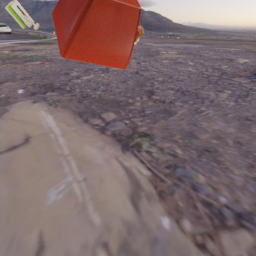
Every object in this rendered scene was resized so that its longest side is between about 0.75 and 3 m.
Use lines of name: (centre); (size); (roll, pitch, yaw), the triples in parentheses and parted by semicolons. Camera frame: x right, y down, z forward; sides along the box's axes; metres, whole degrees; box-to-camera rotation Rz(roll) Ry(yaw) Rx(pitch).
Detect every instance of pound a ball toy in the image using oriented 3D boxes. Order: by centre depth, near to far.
pound a ball toy: (-3.577, -3.898, 9.697); (0.681, 1.044, 0.443); (5, 58, 38)

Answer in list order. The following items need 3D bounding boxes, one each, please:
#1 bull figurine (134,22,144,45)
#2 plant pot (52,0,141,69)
bull figurine: (0.246, -3.404, 9.924); (0.366, 0.682, 1.124); (-35, 8, -17)
plant pot: (-0.749, -2.997, 7.498); (1.958, 1.727, 1.960); (3, 53, -31)
